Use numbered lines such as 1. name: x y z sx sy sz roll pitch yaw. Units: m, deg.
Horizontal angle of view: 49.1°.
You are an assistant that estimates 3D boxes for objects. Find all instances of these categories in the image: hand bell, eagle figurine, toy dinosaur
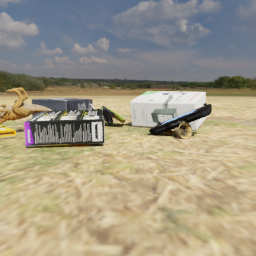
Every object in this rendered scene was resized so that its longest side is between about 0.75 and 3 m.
1. hand bell: 1.227 0.105 7.250 0.431 0.431 0.827 -4 -4 -29
2. eagle figurine: -0.917 -0.382 9.224 0.904 0.682 0.686 2 41 -3
3. toy dinosaur: -2.874 -0.526 7.699 2.167 1.151 0.655 -14 15 -28

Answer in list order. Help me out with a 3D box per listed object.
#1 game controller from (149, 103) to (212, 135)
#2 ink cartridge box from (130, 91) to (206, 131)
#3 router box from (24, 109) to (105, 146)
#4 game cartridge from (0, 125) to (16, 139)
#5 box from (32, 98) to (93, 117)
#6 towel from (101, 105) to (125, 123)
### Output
1. game controller: 1.367 -0.231 7.356 1.693 0.357 0.883 -23 -7 29
2. ink cartridge box: 1.358 -0.622 9.148 2.113 0.888 1.542 4 21 26
3. router box: -1.435 -0.079 6.944 1.678 0.575 2.250 -1 9 -5
4. game cartridge: -3.751 0.114 7.241 1.264 0.233 1.434 -6 11 -38
5. box: -2.237 -0.580 9.727 1.501 0.896 1.526 5 10 26
6. towel: -0.478 -0.439 9.294 0.882 0.140 1.228 31 -3 0
